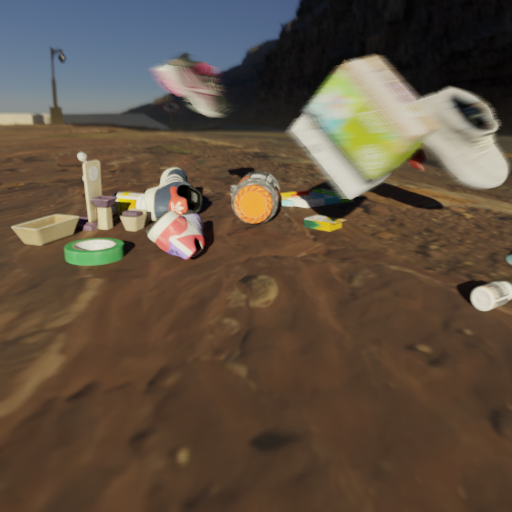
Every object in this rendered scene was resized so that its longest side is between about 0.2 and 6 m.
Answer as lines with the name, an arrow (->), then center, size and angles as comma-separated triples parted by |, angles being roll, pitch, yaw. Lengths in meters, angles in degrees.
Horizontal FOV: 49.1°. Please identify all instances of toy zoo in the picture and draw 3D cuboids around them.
toy zoo -> 1.604, -1.686, 16.467 | 2.124, 0.217, 1.394 | -10, 19, -33

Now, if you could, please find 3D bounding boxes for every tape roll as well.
tape roll -> -3.118, -0.092, 10.829 | 1.106, 0.266, 1.106 | 0, 15, 0

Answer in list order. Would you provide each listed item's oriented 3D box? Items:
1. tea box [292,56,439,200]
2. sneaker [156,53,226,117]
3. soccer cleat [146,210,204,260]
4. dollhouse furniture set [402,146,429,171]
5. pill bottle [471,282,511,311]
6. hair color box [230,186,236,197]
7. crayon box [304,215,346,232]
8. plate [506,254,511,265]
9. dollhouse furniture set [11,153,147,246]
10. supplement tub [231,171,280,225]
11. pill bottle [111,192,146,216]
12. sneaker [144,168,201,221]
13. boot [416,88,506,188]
tea box -> 1.681, -2.007, 8.784 | 1.532, 1.507, 1.024 | 51, 44, 9
sneaker -> -1.183, -3.727, 12.210 | 0.853, 0.794, 1.976 | -35, -22, 23
soccer cleat -> -1.388, -0.357, 11.078 | 0.921, 0.859, 2.517 | 44, 6, 2
dollhouse furniture set -> 3.251, -2.409, 11.761 | 2.101, 1.131, 0.854 | 15, 8, -35
pill bottle -> 3.514, 0.582, 8.302 | 0.632, 0.368, 0.368 | -11, 19, -37
hair color box -> -0.204, -2.008, 17.389 | 1.085, 0.332, 0.551 | -7, 18, -25
crayon box -> 1.630, -0.763, 13.246 | 0.864, 0.223, 0.543 | 12, 20, 38
plate -> 5.502, 0.069, 10.388 | 1.586, 0.203, 1.586 | 1, 15, 0
dollhouse furniture set -> -3.893, -1.278, 12.239 | 1.965, 1.760, 2.480 | 6, 17, 21
supplement tub -> 0.003, -1.437, 13.910 | 1.150, 1.150, 1.876 | 1, 17, 5
pill bottle -> -3.183, -1.323, 14.516 | 1.100, 0.601, 0.601 | 6, 17, 18
sneaker -> -1.965, -1.594, 14.768 | 1.218, 1.081, 2.883 | 1, 26, 7
boot -> 4.064, -2.148, 10.507 | 2.517, 0.926, 1.203 | 30, -11, -17
